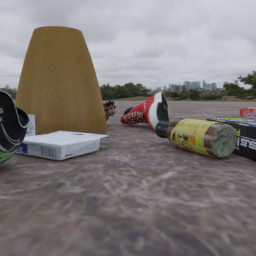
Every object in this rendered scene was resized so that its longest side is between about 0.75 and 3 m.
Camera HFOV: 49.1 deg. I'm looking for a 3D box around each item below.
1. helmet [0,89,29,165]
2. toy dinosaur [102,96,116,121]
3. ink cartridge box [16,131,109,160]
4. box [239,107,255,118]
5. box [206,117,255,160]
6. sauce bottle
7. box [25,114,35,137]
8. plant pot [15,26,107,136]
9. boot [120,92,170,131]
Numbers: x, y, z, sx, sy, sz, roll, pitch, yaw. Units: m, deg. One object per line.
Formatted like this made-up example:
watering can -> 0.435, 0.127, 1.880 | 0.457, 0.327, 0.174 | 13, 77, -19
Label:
helmet -> -2.104, -0.031, 3.856 | 1.371, 1.307, 1.371 | -3, 49, 3
toy dinosaur -> -0.961, -0.574, 9.828 | 1.490, 1.011, 0.761 | -8, -29, 27
ink cartridge box -> -1.298, 0.300, 5.397 | 1.389, 0.283, 1.392 | 4, 8, 32
box -> 4.469, -0.424, 10.106 | 0.588, 0.614, 1.232 | 5, 8, 36
box -> 3.193, 0.143, 5.487 | 2.626, 0.581, 2.104 | -1, 6, -11
sauce bottle -> 1.203, 0.129, 5.497 | 0.627, 0.627, 1.937 | -3, 6, -25
box -> -2.287, 0.083, 5.593 | 0.369, 0.674, 0.763 | 5, 8, 41
plant pot -> -1.976, -1.308, 8.060 | 2.691, 2.887, 2.691 | 0, 8, 0
boot -> 0.449, -0.289, 9.102 | 1.670, 0.838, 2.314 | -24, 18, 17
